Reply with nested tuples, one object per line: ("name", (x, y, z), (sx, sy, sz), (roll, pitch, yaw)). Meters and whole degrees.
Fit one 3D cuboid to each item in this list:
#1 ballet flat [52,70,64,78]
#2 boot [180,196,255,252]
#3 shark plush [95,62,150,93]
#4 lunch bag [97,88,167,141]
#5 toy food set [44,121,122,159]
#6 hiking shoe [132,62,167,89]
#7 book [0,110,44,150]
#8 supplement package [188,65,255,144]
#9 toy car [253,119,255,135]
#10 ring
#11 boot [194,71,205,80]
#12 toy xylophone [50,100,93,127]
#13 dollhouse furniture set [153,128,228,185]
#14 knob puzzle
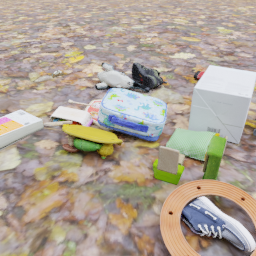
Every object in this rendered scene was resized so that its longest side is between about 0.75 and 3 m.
("ballet flat", (-3.843, -2.996, 15.323), (0.257, 0.274, 0.757), (25, 40, 33))
("boot", (2.020, 2.385, 6.620), (0.805, 0.649, 1.783), (-24, 31, -22))
("shark plush", (-0.266, -2.439, 13.887), (2.893, 1.314, 1.205), (7, 2, 20))
("lunch bag", (0.169, -0.533, 10.445), (2.467, 1.017, 1.983), (15, 32, 1))
("toy food set", (-1.463, 0.462, 9.526), (2.547, 0.832, 1.498), (15, 11, 19))
("hiking shoe", (1.032, -2.708, 14.512), (1.153, 0.867, 2.290), (-8, 41, -29))
("book", (-4.537, 0.029, 10.354), (1.523, 0.548, 2.279), (22, 37, 33))
("supplement package", (3.619, -0.994, 10.654), (1.886, 1.872, 2.485), (15, 35, 22))
("toy car", (5.340, -0.312, 10.240), (1.636, 1.344, 1.291), (-19, 36, -11))
("ring", (2.091, 2.349, 6.589), (2.696, 0.259, 2.696), (0, 42, 0))
("boot", (4.324, -2.891, 14.897), (1.660, 0.601, 1.197), (-26, 39, -29))
("toy xylophone", (-2.167, -0.502, 11.054), (1.779, 0.447, 1.303), (18, 48, 25))
("dollhouse furniture set", (2.104, 0.416, 8.851), (1.867, 1.431, 2.851), (13, 35, 20))
("knob puzzle", (-0.766, -0.804, 11.779), (2.646, 0.367, 2.646), (0, 33, 0))
